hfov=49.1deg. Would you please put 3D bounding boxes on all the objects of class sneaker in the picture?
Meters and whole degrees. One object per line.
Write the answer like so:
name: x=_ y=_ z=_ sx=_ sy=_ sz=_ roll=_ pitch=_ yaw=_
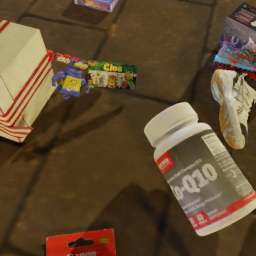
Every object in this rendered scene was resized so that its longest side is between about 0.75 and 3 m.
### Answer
sneaker: x=4.006 y=-2.255 z=9.295 sx=2.113 sy=0.838 sz=1.009 roll=22 pitch=91 yaw=13
sneaker: x=3.393 y=-0.696 z=8.441 sx=1.231 sy=1.062 sz=2.809 roll=0 pitch=60 yaw=0

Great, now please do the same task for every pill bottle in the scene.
pill bottle: x=1.646 y=0.917 z=6.812 sx=1.623 sy=1.623 sz=2.849 roll=-25 pitch=71 yaw=-14

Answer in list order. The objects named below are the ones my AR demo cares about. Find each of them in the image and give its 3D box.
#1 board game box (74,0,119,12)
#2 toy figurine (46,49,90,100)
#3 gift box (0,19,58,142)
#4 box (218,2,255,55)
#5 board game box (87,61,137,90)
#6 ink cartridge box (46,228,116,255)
board game box: x=-1.273 y=-5.519 z=11.729 sx=1.672 sy=0.374 sz=1.124 roll=19 pitch=61 yaw=11
toy figurine: x=-1.733 y=-1.557 z=9.114 sx=2.229 sy=1.336 sz=1.176 roll=9 pitch=18 yaw=-38
gift box: x=-3.699 y=-1.304 z=7.848 sx=2.945 sy=2.718 sz=2.750 roll=15 pitch=58 yaw=16
box: x=4.370 y=-3.193 z=9.790 sx=1.963 sy=1.297 sz=1.126 roll=39 pitch=66 yaw=21
board game box: x=-0.482 y=-1.631 z=8.758 sx=1.552 sy=0.182 sz=0.813 roll=0 pitch=100 yaw=-19
ink cartridge box: x=-1.042 y=3.426 z=6.281 sx=1.734 sy=0.536 sz=2.138 roll=-6 pitch=62 yaw=-4
